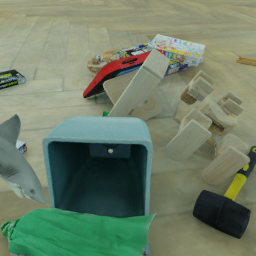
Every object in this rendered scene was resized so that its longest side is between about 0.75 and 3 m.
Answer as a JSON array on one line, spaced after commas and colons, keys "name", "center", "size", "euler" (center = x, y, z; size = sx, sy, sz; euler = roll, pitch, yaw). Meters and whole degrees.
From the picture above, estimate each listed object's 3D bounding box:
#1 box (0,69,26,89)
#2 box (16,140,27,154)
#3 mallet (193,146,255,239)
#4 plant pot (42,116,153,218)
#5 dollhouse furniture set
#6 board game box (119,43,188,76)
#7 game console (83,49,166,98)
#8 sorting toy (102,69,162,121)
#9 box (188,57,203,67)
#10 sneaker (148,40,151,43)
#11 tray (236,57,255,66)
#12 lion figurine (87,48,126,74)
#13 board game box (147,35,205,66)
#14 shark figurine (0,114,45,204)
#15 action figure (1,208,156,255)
[{"name": "box", "center": [-4.671, -1.883, 10.756], "size": [1.111, 0.264, 1.073], "euler": [-25, 44, -32]}, {"name": "box", "center": [-3.423, 0.565, 7.107], "size": [1.349, 0.254, 0.922], "euler": [13, 36, 18]}, {"name": "mallet", "center": [2.533, 1.188, 5.998], "size": [0.984, 0.615, 2.989], "euler": [27, 39, 35]}, {"name": "plant pot", "center": [-0.473, 0.607, 5.758], "size": [1.845, 1.840, 1.880], "euler": [2, 26, 3]}, {"name": "dollhouse furniture set", "center": [1.225, -0.221, 7.163], "size": [2.987, 1.944, 2.744], "euler": [34, 37, -6]}, {"name": "board game box", "center": [1.102, -2.869, 11.739], "size": [2.314, 0.656, 1.913], "euler": [-23, 48, -31]}, {"name": "game console", "center": [-0.120, -1.755, 9.345], "size": [2.503, 2.214, 0.389], "euler": [-23, 83, -32]}, {"name": "sorting toy", "center": [-0.119, -0.761, 8.321], "size": [2.087, 0.307, 1.542], "euler": [-27, 86, -31]}, {"name": "box", "center": [2.500, -3.185, 12.699], "size": [1.030, 0.259, 1.427], "euler": [-24, 40, -32]}, {"name": "sneaker", "center": [1.690, -3.901, 13.299], "size": [1.695, 0.780, 0.642], "euler": [-15, 37, -22]}, {"name": "tray", "center": [5.314, -2.971, 12.480], "size": [0.847, 0.157, 0.418], "euler": [19, 38, 27]}, {"name": "lion figurine", "center": [-0.775, -2.826, 11.745], "size": [1.498, 0.886, 2.445], "euler": [4, 26, 5]}, {"name": "board game box", "center": [1.970, -3.206, 11.442], "size": [2.099, 0.359, 1.411], "euler": [17, 41, 13]}, {"name": "shark figurine", "center": [-1.591, 0.068, 3.113], "size": [0.757, 1.813, 1.083], "euler": [-47, 46, -7]}, {"name": "action figure", "center": [-1.017, 1.916, 4.675], "size": [2.712, 0.742, 1.602], "euler": [6, 35, 21]}]
